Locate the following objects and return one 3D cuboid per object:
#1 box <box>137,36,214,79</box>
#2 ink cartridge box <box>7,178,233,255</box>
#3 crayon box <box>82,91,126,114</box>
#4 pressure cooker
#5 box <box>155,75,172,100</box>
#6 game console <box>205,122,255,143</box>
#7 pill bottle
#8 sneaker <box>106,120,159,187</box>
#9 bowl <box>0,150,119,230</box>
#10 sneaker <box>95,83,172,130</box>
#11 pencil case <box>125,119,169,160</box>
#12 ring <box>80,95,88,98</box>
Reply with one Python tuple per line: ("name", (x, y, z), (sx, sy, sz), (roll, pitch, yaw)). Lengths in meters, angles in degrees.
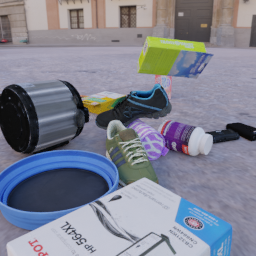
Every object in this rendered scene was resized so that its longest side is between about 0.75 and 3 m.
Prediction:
("box", (1.765, -2.655, 10.784), (2.549, 1.554, 0.607), (2, 62, -14))
("ink cartridge box", (-0.068, 1.994, 4.119), (2.679, 1.129, 1.956), (-17, 27, -38))
("crayon box", (-1.297, -1.185, 13.336), (1.411, 0.579, 2.245), (15, 25, 35))
("pressure cooker", (-2.547, -0.453, 8.952), (2.467, 2.204, 2.170), (-19, 71, -46))
("box", (1.923, -2.561, 15.125), (0.892, 1.885, 0.967), (3, 21, 9))
("game console", (3.750, 0.188, 10.163), (2.224, 0.268, 1.312), (-6, 21, -20))
("pill bottle", (1.778, 0.328, 8.854), (1.618, 0.910, 0.910), (16, 26, 36))
("sneaker", (-0.023, 0.630, 7.594), (0.917, 1.228, 2.735), (-8, 22, -20))
("bowl", (-1.633, 1.354, 6.644), (2.831, 0.556, 2.831), (0, 21, 0))
("sneaker", (0.060, -0.684, 8.753), (2.472, 1.013, 0.905), (-17, 37, 11))
("pencil case", (0.289, 0.220, 9.186), (1.015, 0.997, 2.375), (34, 4, -30))
("ring", (-2.654, -1.532, 14.916), (1.364, 0.131, 1.364), (-1, 21, 0))
